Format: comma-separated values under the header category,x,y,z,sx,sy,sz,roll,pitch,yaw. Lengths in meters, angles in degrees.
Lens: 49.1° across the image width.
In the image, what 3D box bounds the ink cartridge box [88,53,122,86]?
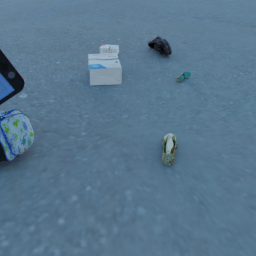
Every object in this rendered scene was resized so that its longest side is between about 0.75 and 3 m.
category,x,y,z,sx,sy,sz,roll,pitch,yaw
ink cartridge box,-1.033,-2.604,11.883,1.293,0.745,2.233,-4,33,-7

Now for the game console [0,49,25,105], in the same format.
category,x,y,z,sx,sy,sz,roll,pitch,yaw
game console,-3.576,-1.101,6.829,1.719,1.520,0.267,-37,53,-11

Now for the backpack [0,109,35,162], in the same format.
category,x,y,z,sx,sy,sz,roll,pitch,yaw
backpack,-2.993,0.132,7.165,0.970,1.208,1.320,-10,20,11

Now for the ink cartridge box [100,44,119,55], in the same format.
category,x,y,z,sx,sy,sz,roll,pitch,yaw
ink cartridge box,-0.957,-4.034,14.447,0.894,0.370,0.655,5,33,7

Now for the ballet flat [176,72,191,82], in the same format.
category,x,y,z,sx,sy,sz,roll,pitch,yaw
ballet flat,2.258,-2.138,11.627,0.324,0.292,0.862,8,32,44

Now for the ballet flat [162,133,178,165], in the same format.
category,x,y,z,sx,sy,sz,roll,pitch,yaw
ballet flat,1.110,0.442,7.402,0.431,0.478,1.271,5,33,7

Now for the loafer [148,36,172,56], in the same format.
category,x,y,z,sx,sy,sz,roll,pitch,yaw
loafer,1.616,-4.135,14.391,0.734,0.838,2.332,-22,28,1
